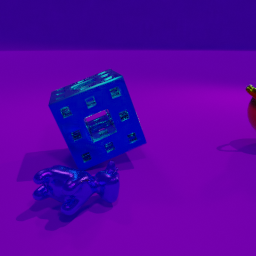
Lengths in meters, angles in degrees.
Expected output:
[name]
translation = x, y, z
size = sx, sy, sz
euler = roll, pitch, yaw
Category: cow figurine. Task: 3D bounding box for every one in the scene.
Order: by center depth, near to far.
[cow figurine]
translation = -0.639, 0.752, 3.855
size = 1.035, 0.568, 1.019
euler = 16, 20, 22

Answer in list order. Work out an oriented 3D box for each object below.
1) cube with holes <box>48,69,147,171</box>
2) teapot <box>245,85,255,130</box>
[cube with holes]
translation = -0.602, -0.226, 5.316
size = 1.294, 1.294, 1.294
euler = -23, 20, -6
[teapot]
translation = 3.332, -0.258, 5.967
size = 2.093, 1.301, 1.025
euler = 36, 26, -4
